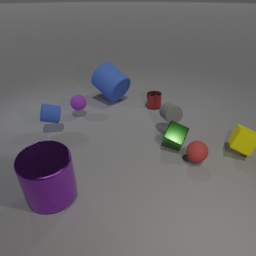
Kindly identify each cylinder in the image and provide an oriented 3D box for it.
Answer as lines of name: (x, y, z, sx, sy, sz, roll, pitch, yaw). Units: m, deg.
cylinder: (1.246, -1.341, 13.382, 0.700, 0.700, 0.700, -1, 26, 0)
cylinder: (1.639, -0.585, 10.698, 0.700, 0.700, 0.700, -7, 19, -13)
cylinder: (-0.828, -2.255, 13.666, 1.400, 1.400, 1.400, 42, 44, 20)
cylinder: (-2.118, 1.287, 7.387, 1.400, 1.400, 1.400, 0, 39, 0)
cylinder: (-3.005, -0.561, 10.832, 0.700, 0.700, 0.700, 7, 24, -22)

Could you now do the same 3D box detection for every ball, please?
ball: (2.245, 0.756, 9.066, 0.700, 0.700, 0.700, 0, 28, 0)
ball: (-2.171, -1.112, 12.247, 0.700, 0.700, 0.700, 0, 28, 0)

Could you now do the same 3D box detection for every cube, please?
cube: (3.887, 0.396, 9.422, 0.700, 0.700, 0.700, 26, 21, 4)
cube: (1.657, 0.283, 9.867, 0.700, 0.700, 0.700, 24, 70, 10)
